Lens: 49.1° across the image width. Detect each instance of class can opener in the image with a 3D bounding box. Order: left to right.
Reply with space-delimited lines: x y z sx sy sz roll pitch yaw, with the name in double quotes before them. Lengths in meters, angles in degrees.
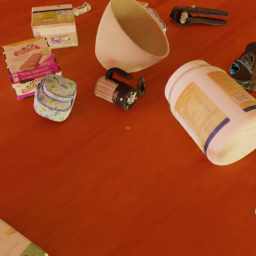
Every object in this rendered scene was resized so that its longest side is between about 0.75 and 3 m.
"can opener" 3.621 -5.712 14.126 2.999 0.951 1.179 3 48 3

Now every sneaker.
"sneaker" 4.795 -2.691 11.398 1.126 1.007 2.750 13 50 11

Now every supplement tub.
"supplement tub" 2.664 -0.565 8.744 2.129 2.129 2.949 -19 52 -16

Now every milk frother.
"milk frother" -0.208 -1.496 10.476 1.386 1.330 1.474 28 10 22

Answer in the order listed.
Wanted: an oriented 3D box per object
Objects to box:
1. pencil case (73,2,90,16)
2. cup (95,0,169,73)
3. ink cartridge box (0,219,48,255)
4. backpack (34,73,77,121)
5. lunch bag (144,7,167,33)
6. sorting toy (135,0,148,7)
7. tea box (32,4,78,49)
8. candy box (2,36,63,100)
"pencil case" -2.517 -6.424 15.129 0.967 0.376 0.432 -39 82 -29
"cup" -0.110 -3.203 10.592 2.774 1.984 2.774 25 48 -31
"ink cartridge box" -3.060 3.061 6.331 2.128 0.931 1.547 26 52 19
"backpack" -2.516 -1.089 9.694 1.362 1.094 1.489 19 47 -19
"lunch bag" 0.634 -4.779 13.281 2.147 1.012 2.679 -9 48 -11
"sorting toy" 0.362 -5.723 13.295 0.883 0.307 0.877 20 47 18
"tea box" -3.385 -4.706 13.022 1.859 1.242 1.829 -10 50 -8
"candy box" -3.862 -2.516 11.347 1.879 0.841 2.756 -19 51 -16
